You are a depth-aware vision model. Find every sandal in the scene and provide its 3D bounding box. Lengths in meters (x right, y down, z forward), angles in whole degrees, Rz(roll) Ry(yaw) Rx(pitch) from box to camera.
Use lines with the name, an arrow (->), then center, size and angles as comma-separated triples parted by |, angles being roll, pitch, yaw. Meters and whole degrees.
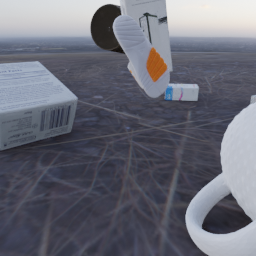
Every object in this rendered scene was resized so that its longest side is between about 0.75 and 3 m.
sandal -> 0.266, -1.535, 6.042 | 0.711, 1.855, 0.532 | -36, 20, -10

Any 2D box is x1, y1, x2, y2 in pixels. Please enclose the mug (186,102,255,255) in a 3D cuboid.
mug -> 2.075, 0.687, 3.669 | 2.906, 2.146, 2.548 | -32, 8, 0

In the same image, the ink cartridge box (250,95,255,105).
ink cartridge box -> 5.439, -1.075, 11.065 | 0.963, 0.400, 0.706 | -10, 21, -27

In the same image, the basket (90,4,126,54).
basket -> -0.062, -3.827, 11.104 | 2.532, 1.910, 2.809 | 17, 18, 26

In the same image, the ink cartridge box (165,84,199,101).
ink cartridge box -> 2.329, -1.570, 12.227 | 1.399, 0.592, 1.011 | 2, 19, 9

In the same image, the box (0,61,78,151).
box -> -2.982, -0.742, 7.722 | 2.153, 1.228, 2.341 | -16, 47, -41

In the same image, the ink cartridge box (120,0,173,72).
ink cartridge box -> 0.434, -2.923, 7.795 | 1.076, 2.552, 1.863 | -12, 30, 0
